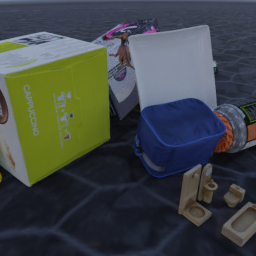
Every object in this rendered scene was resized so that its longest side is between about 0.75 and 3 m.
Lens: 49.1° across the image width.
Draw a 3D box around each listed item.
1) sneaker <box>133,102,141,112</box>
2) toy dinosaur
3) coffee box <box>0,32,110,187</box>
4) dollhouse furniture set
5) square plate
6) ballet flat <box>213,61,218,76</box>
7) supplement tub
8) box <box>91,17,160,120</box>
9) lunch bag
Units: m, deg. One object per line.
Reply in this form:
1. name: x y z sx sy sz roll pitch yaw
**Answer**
1. sneaker: 0.790 -0.865 8.605 1.629 0.574 0.615 -22 5 -21
2. toy dinosaur: -0.071 -1.390 5.065 0.331 0.523 0.772 -6 53 -26
3. coffee box: -2.023 -0.622 6.264 2.332 2.354 2.358 23 37 35
4. dollhouse furniture set: 1.635 1.159 4.656 1.040 0.891 1.094 -23 37 -34
5. square plate: 1.219 -1.174 7.224 2.558 2.582 0.367 -18 15 -27
6. ballet flat: 3.515 -2.546 11.595 0.416 0.419 1.224 0 30 1
7. supplement tub: 2.678 -0.094 6.595 1.858 1.139 1.139 -14 33 -25
8. box: -0.215 -1.744 7.967 1.554 1.790 2.709 7 41 40
9. lunch bag: 0.972 0.260 5.965 1.806 1.195 1.227 -12 48 -21
